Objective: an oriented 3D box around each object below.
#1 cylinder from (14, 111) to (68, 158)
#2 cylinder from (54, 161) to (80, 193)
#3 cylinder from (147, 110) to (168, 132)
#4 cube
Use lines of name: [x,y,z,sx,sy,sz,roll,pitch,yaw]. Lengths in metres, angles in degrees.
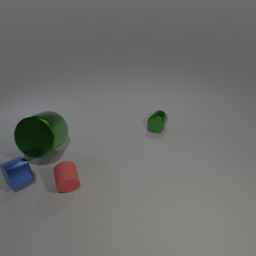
cylinder: [-2.957,0.186,9.703,1.400,1.400,1.400,4,11,6]
cylinder: [-1.883,1.497,8.586,0.700,0.700,0.700,-10,46,-15]
cylinder: [1.212,-0.294,11.472,0.700,0.700,0.700,11,25,18]
cube: [-3.458,1.388,8.728,0.700,0.700,0.700,-25,22,-34]
